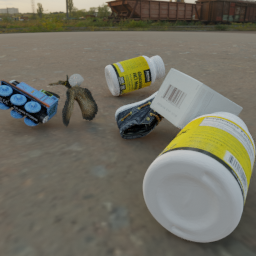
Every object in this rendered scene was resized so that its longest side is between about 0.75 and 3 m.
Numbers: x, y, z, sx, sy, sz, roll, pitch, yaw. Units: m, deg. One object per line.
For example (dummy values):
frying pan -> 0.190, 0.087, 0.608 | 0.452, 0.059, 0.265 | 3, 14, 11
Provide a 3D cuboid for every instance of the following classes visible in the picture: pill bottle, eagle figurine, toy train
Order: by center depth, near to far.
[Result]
pill bottle -> 1.547, 0.648, 5.375 | 1.576, 1.576, 2.832 | 12, 25, 26
toy train -> -3.240, -0.855, 8.886 | 1.997, 0.866, 1.141 | 29, 42, 7
eagle figurine -> -1.706, -0.909, 9.055 | 1.132, 1.492, 1.126 | -24, -12, 10
pill bottle -> 0.317, -2.338, 12.147 | 2.399, 1.349, 1.349 | -19, 27, -13

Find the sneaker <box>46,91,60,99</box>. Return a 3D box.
sneaker -> -3.060, -0.931, 9.993 | 1.212, 0.698, 0.458 | -2, 33, -39

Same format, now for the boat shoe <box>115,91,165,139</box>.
boat shoe -> 0.772, -0.394, 8.229 | 2.322, 0.821, 1.054 | -22, 39, 6

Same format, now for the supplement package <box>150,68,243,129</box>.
supplement package -> 1.830, -0.538, 7.430 | 2.032, 1.192, 1.188 | 18, 16, -40
